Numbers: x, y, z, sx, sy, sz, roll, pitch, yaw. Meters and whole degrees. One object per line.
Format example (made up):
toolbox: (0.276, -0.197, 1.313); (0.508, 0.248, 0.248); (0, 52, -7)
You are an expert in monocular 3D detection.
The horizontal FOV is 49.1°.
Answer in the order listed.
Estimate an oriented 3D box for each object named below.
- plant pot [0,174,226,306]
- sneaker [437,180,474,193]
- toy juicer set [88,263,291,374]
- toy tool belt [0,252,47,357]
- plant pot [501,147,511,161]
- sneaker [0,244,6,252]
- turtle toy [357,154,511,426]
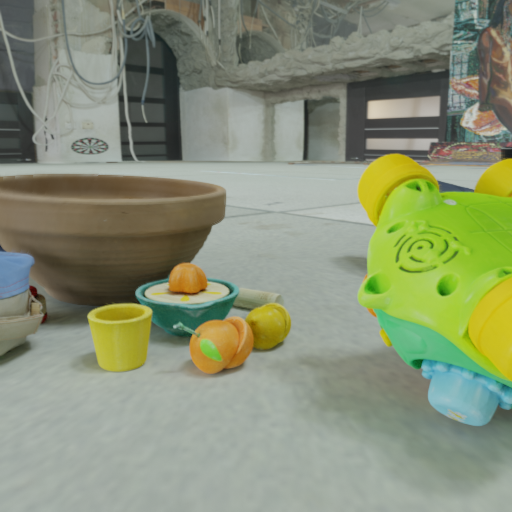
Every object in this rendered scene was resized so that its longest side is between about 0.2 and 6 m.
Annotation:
plant pot: (-1.706, -0.212, 6.359); (2.706, 1.249, 2.706); (3, 12, -1)
sneaker: (2.960, -0.475, 7.204); (2.179, 1.146, 3.015); (-12, 31, -13)
toy juicer set: (-0.381, 0.398, 5.233); (1.502, 0.643, 2.361); (2, 12, 12)
toy tool belt: (-2.330, 0.279, 4.762); (1.075, 1.058, 1.722); (2, 12, 8)
plant pot: (4.895, -0.903, 8.975); (1.884, 1.671, 1.879); (4, 13, 23)
sneaker: (-4.141, -0.571, 7.168); (3.195, 1.733, 1.120); (-10, 16, -40)
turtle toy: (1.883, 0.302, 3.865); (2.680, 1.354, 1.953); (0, 34, -18)
